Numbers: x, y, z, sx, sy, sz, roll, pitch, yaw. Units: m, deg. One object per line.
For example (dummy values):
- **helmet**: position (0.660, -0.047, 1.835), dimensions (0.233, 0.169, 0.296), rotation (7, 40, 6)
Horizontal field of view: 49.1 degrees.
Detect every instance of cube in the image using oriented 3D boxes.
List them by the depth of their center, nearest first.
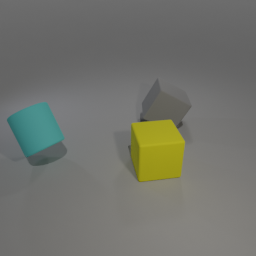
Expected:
- **cube**: position (0.898, 0.703, 9.079), dimensions (1.400, 1.400, 1.400), rotation (-5, 31, -8)
- **cube**: position (1.517, -0.953, 11.396), dimensions (1.400, 1.400, 1.400), rotation (25, 28, -14)

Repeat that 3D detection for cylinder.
- **cylinder**: position (-3.040, 0.049, 9.308), dimensions (1.400, 1.400, 1.400), rotation (-25, 4, 2)
